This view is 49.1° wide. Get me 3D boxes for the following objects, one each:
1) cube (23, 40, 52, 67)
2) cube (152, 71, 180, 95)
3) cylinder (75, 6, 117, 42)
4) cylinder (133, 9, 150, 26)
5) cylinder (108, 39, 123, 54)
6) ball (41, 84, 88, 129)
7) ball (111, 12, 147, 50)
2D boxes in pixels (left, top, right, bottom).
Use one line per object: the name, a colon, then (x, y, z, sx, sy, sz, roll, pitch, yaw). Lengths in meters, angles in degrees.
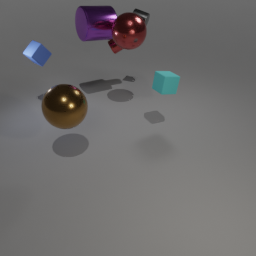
cube: (-3.820, -3.144, 11.817, 0.700, 0.700, 0.700, 28, 81, 35)
cube: (1.429, -1.719, 10.612, 0.700, 0.700, 0.700, -6, 30, -29)
cylinder: (-1.362, -4.470, 11.980, 1.400, 1.400, 1.400, -14, 35, -28)
cylinder: (0.553, -5.023, 12.871, 0.700, 0.700, 0.700, 24, 36, 7)
cylinder: (-0.524, -4.083, 13.655, 0.700, 0.700, 0.700, -28, 32, 10)
ball: (-1.947, -0.661, 8.664, 1.400, 1.400, 1.400, 0, 32, 0)
ball: (0.042, -3.813, 11.054, 1.400, 1.400, 1.400, 0, 32, 0)
